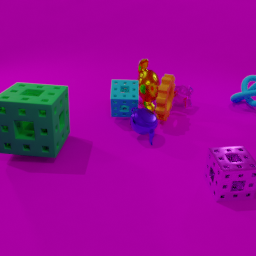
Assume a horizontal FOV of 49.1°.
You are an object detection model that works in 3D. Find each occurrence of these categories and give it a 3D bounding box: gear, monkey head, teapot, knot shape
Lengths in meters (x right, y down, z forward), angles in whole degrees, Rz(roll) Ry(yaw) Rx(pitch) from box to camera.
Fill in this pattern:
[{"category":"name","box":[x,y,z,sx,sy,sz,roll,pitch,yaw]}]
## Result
[{"category":"gear","box":[1.127,-0.898,8.372,0.253,1.370,1.370,12,33,17]},{"category":"monkey head","box":[1.767,-0.975,9.342,1.294,0.931,0.779,0,-17,-35]},{"category":"teapot","box":[0.421,-0.111,7.651,0.781,0.615,1.256,-10,54,-34]},{"category":"monkey head","box":[0.450,-1.375,9.360,1.245,1.730,1.042,-9,7,-3]},{"category":"knot shape","box":[4.146,-1.181,9.237,1.329,0.614,1.244,-39,23,3]}]

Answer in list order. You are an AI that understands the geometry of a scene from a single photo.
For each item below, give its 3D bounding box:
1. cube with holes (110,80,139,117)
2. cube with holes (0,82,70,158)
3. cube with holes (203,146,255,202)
[{"category":"cube with holes","box":[-0.099,-0.889,8.511,0.806,0.806,0.806,1,52,0]},{"category":"cube with holes","box":[-2.335,-0.242,7.058,1.377,1.377,1.377,4,26,2]},{"category":"cube with holes","box":[2.164,0.957,5.931,0.804,0.804,0.804,-3,31,-4]}]
